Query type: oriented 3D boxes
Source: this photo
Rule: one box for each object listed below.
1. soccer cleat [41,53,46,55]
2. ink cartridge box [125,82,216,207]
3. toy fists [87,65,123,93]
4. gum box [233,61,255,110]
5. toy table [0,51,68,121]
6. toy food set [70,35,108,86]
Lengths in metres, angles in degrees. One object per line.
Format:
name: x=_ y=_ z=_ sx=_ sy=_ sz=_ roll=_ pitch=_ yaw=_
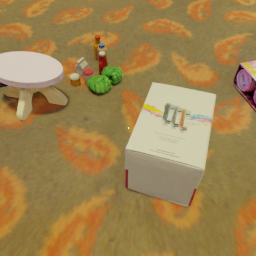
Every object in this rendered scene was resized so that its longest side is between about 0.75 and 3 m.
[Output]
soccer cleat: x=-3.994 y=-2.115 z=10.382 sx=2.522 sy=0.815 sz=1.055 roll=-15 pitch=80 yaw=-18
ink cartridge box: x=1.124 y=0.346 z=7.318 sx=1.786 sy=1.794 sz=2.469 roll=14 pitch=50 yaw=12
toy fists: x=-0.775 y=-1.765 z=10.095 sx=0.740 sy=0.499 sz=1.451 roll=30 pitch=53 yaw=23
gum box: x=4.936 y=-1.121 z=9.218 sx=1.554 sy=0.905 sz=2.738 roll=-11 pitch=49 yaw=-12
toy table: x=-3.204 y=-1.493 z=9.236 sx=2.407 sy=1.410 sz=2.213 roll=20 pitch=51 yaw=16
toy food set: x=-1.350 y=-2.488 z=10.412 sx=1.029 sy=0.970 sz=2.156 roll=22 pitch=52 yaw=19
